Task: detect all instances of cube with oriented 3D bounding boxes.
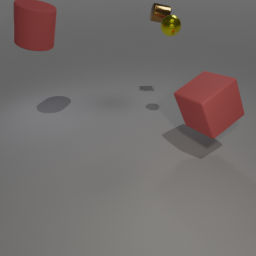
[{"bbox_3d":[2.585,-0.777,8.957,1.400,1.400,1.400,-36,33,-12],"label":"cube"}]

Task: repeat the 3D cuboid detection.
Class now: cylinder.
[{"bbox_3d":[-3.290,-3.639,9.900,1.400,1.400,1.400,11,33,-7],"label":"cylinder"},{"bbox_3d":[1.332,-4.726,11.570,0.700,0.700,0.700,8,28,-11],"label":"cylinder"}]

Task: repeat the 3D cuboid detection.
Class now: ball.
[{"bbox_3d":[1.473,-3.507,9.609,0.700,0.700,0.700,0,30,0],"label":"ball"}]
